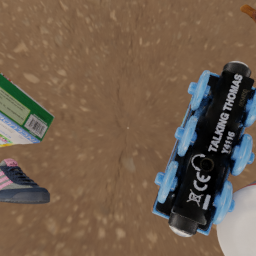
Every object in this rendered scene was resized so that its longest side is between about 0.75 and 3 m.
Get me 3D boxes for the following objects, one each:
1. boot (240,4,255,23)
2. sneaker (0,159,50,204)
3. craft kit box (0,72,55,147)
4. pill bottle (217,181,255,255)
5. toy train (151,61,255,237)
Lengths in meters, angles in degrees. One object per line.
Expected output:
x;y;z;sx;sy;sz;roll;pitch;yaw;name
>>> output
2.966;-2.051;5.892;1.263;1.341;0.459;32;114;-11;boot
-1.567;0.696;3.754;1.421;0.498;0.583;-1;73;32;sneaker
-2.862;-0.561;4.338;2.508;2.539;0.616;-9;49;38;craft kit box
2.418;1.243;4.039;2.329;1.327;1.327;-6;72;-44;pill bottle
1.104;0.281;3.953;1.041;1.372;2.402;20;83;8;toy train
